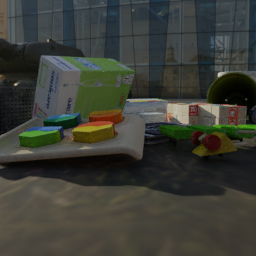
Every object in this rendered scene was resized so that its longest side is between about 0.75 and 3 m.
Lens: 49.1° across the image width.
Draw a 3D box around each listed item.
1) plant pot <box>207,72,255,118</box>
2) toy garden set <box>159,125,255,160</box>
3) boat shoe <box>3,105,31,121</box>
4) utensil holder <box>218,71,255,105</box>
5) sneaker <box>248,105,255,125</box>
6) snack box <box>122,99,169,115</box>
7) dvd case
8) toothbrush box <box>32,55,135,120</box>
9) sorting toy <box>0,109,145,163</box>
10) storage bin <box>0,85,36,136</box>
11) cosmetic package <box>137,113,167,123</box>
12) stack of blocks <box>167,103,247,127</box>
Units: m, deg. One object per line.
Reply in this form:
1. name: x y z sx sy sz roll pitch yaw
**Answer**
1. plant pot: 4.306 -1.072 11.292 1.897 1.897 1.826 3 -4 26
2. toy garden set: 1.942 0.239 5.343 2.281 0.455 1.901 -1 5 -10
3. boat shoe: -4.554 -0.544 10.039 2.661 0.828 0.993 -2 5 -28
4. utensil holder: 5.218 -1.616 13.496 1.785 2.100 1.785 1 7 0
5. sneaker: 4.906 -0.348 8.469 2.328 0.866 1.019 -1 12 -10
6. snack box: 0.216 -0.927 13.024 2.938 0.778 2.090 -2 8 -8
7. dvd case: 0.797 0.077 7.423 2.620 0.209 1.948 -5 9 -39
8. toothbrush box: -1.139 -0.900 7.442 1.020 1.726 2.371 35 32 32
9. sorting toy: -0.921 0.036 5.110 2.430 0.443 2.249 0 14 5
10. storage bin: -3.562 -0.584 8.279 1.930 1.338 2.854 3 7 24
11. cosmetic package: 0.871 -0.347 10.183 0.975 0.396 0.550 -3 8 -31
12. stack of blocks: 2.543 -0.440 9.483 1.420 0.722 2.466 -3 8 -22
